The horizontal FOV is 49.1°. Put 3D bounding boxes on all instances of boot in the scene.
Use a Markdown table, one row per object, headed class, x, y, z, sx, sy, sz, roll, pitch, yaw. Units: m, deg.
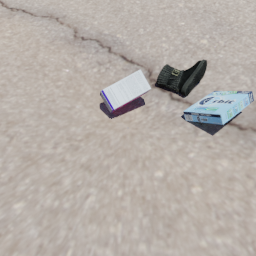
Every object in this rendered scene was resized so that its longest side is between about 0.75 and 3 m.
| class | x | y | z | sx | sy | sz | roll | pitch | yaw |
| --- | --- | --- | --- | --- | --- | --- | --- | --- | --- |
| boot | 1.939 | -2.001 | 10.070 | 1.277 | 0.643 | 1.708 | 30 | 66 | 29 |

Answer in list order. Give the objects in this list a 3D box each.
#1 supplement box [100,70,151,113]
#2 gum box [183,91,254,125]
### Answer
| class | x | y | z | sx | sy | sz | roll | pitch | yaw |
| --- | --- | --- | --- | --- | --- | --- | --- | --- | --- |
| supplement box | -0.091 | -1.153 | 8.864 | 1.419 | 0.718 | 0.733 | -31 | 91 | -8 |
| gum box | 2.796 | -0.672 | 8.684 | 1.650 | 0.368 | 1.402 | -32 | 24 | -29 |
